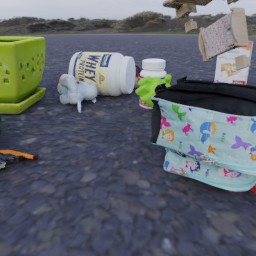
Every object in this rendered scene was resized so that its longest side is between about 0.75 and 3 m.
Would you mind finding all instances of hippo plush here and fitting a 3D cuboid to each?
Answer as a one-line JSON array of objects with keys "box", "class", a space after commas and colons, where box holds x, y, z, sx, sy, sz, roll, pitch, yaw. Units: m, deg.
[{"box": [-1.775, -1.478, 10.542, 1.259, 1.247, 1.565, -20, 29, -38], "class": "hippo plush"}]

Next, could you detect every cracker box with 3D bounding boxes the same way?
[{"box": [4.854, -2.954, 12.958, 1.403, 2.095, 0.604, 12, 26, 28], "class": "cracker box"}]

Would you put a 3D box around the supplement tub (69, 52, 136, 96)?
[{"box": [-1.036, -2.250, 11.691, 2.425, 1.758, 1.758, 6, 23, 16], "class": "supplement tub"}]

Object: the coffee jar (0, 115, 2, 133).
[{"box": [-3.921, 0.131, 6.815, 0.939, 1.147, 2.200, -2, 24, -2], "class": "coffee jar"}]

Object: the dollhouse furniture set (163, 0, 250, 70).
[{"box": [1.614, -2.171, 6.401, 1.024, 2.098, 1.789, -6, -3, -26], "class": "dollhouse furniture set"}]

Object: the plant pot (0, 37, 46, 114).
[{"box": [-4.581, -1.955, 10.105, 2.696, 2.459, 2.710, 2, 23, 6], "class": "plant pot"}]

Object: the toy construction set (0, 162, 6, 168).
[{"box": [-3.025, 0.925, 5.875, 0.654, 0.459, 0.997, -3, 12, -9], "class": "toy construction set"}]

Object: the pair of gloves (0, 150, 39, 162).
[{"box": [-2.807, 0.610, 6.321, 1.193, 0.166, 1.339, 5, 0, 7], "class": "pair of gloves"}]

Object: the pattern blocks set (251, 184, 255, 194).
[{"box": [3.850, 1.465, 4.795, 2.705, 0.219, 2.378, -1, 23, -3], "class": "pattern blocks set"}]

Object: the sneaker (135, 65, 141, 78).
[{"box": [0.026, -2.704, 13.818, 1.690, 0.976, 0.640, 5, 23, 11], "class": "sneaker"}]

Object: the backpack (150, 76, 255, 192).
[{"box": [2.070, 0.022, 5.742, 2.773, 2.087, 2.461, 6, 18, 36], "class": "backpack"}]

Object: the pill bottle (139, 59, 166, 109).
[{"box": [0.911, -1.627, 10.298, 0.964, 1.693, 0.964, 0, 23, 0], "class": "pill bottle"}]

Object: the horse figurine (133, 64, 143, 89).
[{"box": [0.265, -2.191, 12.599, 2.019, 1.338, 0.504, 0, 42, 34], "class": "horse figurine"}]

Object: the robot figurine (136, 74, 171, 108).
[{"box": [1.090, -1.080, 9.486, 1.662, 1.458, 0.961, 30, -30, -24], "class": "robot figurine"}]
